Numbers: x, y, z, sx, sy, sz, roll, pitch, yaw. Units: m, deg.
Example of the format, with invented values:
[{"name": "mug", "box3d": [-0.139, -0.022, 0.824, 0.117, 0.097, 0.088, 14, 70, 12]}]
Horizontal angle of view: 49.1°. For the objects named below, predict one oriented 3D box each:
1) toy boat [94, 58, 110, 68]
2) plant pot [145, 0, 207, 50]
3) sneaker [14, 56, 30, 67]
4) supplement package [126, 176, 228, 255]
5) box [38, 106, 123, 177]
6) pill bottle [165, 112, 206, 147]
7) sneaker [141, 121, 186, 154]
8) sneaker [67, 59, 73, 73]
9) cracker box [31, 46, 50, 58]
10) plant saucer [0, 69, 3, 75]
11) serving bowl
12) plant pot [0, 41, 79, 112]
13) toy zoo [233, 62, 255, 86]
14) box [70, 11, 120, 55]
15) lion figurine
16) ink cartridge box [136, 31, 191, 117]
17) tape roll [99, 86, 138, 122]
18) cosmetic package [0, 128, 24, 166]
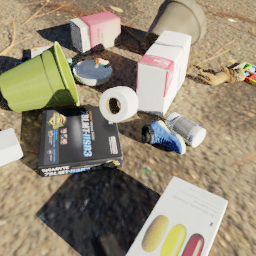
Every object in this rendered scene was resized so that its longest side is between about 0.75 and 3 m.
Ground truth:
[{"name": "toy boat", "box3d": [-1.053, -2.401, 10.456, 0.638, 0.353, 0.759, 21, 13, 13]}, {"name": "plant pot", "box3d": [2.021, -4.487, 13.129, 2.547, 2.547, 2.210, 30, 66, 28]}, {"name": "sneaker", "box3d": [-4.505, -2.241, 11.530, 0.825, 0.994, 2.080, 3, 43, 3]}, {"name": "supplement package", "box3d": [1.020, 2.569, 6.141, 1.403, 1.351, 2.466, 22, 48, 22]}, {"name": "box", "box3d": [-1.531, 0.318, 9.079, 2.471, 0.618, 2.489, -6, 46, -5]}, {"name": "pill bottle", "box3d": [1.888, 0.027, 9.328, 0.711, 0.711, 1.249, -31, 52, -29]}, {"name": "sneaker", "box3d": [1.044, 0.374, 8.987, 0.924, 0.638, 1.661, -15, 41, -24]}, {"name": "sneaker", "box3d": [-3.006, -2.477, 12.001, 1.119, 0.622, 1.600, 3, 44, -2]}, {"name": "cracker box", "box3d": [-4.031, -3.348, 13.148, 0.921, 0.397, 1.375, -10, 43, -11]}, {"name": "plant saucer", "box3d": [-6.089, -2.058, 11.858, 1.590, 0.282, 1.590, 0, 43, 0]}, {"name": "serving bowl", "box3d": [-1.483, -2.259, 11.859, 1.627, 0.535, 1.627, 3, 43, -2]}, {"name": "plant pot", "box3d": [-3.261, -1.623, 10.203, 2.286, 2.408, 2.408, -17, 45, 0]}, {"name": "toy zoo", "box3d": [5.513, -2.288, 12.176, 1.156, 0.180, 1.761, -29, 50, -28]}, {"name": "box", "box3d": [-1.581, -4.730, 13.878, 2.191, 1.401, 1.194, -25, 48, -24]}, {"name": "lion figurine", "box3d": [3.874, -2.138, 11.791, 1.885, 0.683, 1.154, -23, 54, -4]}, {"name": "ink cartridge box", "box3d": [1.362, -2.134, 10.619, 1.170, 2.071, 2.827, 18, 46, 18]}, {"name": "tape roll", "box3d": [-0.256, -0.673, 7.877, 0.937, 0.937, 0.643, 22, 24, 22]}, {"name": "cosmetic package", "box3d": [-4.190, 0.729, 8.631, 1.625, 0.659, 0.917, -19, 47, -21]}]
